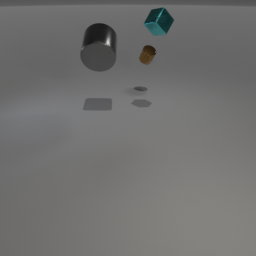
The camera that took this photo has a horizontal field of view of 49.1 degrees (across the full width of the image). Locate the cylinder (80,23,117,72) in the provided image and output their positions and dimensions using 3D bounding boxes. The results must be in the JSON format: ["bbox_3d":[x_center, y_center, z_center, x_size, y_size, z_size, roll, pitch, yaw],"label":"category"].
[{"bbox_3d":[-1.152,-3.247,11.311,1.400,1.400,1.400,0,50,0],"label":"cylinder"}]

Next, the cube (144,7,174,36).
[{"bbox_3d":[1.157,-3.969,10.491,0.700,0.700,0.700,35,-11,-39],"label":"cube"}]

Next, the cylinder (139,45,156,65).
[{"bbox_3d":[0.993,-3.707,14.215,0.700,0.700,0.700,8,60,-15],"label":"cylinder"}]
